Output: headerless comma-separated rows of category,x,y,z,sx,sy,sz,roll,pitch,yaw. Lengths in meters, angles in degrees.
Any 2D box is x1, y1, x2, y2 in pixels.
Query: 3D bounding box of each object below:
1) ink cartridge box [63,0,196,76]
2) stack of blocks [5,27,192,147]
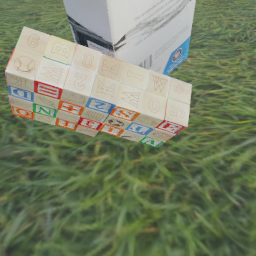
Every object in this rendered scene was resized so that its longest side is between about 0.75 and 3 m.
ink cartridge box,0.126,-1.988,4.840,1.206,2.865,2.071,38,67,24
stack of blocks,-0.423,-0.391,3.906,2.219,1.278,0.650,16,67,-13
